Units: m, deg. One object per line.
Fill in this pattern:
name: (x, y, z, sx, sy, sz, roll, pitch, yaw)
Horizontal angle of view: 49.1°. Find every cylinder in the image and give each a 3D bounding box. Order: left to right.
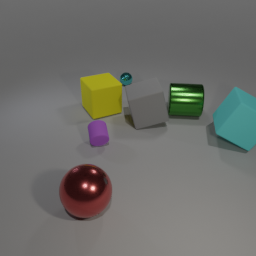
cylinder: (-1.081, 0.190, 10.211, 0.700, 0.700, 0.700, -7, 54, -11)
cylinder: (2.455, -1.207, 12.050, 1.400, 1.400, 1.400, 3, 32, 5)

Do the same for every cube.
cube: (-1.174, -1.442, 12.315, 1.400, 1.400, 1.400, -15, 37, -23)
cube: (0.755, -1.017, 11.456, 1.400, 1.400, 1.400, -15, 32, 3)
cube: (4.043, -0.338, 9.936, 1.400, 1.400, 1.400, 27, 32, -6)

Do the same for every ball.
ball: (-1.115, 1.656, 7.445, 1.400, 1.400, 1.400, 0, 32, 0)
ball: (-0.101, -2.633, 15.039, 0.700, 0.700, 0.700, 0, 32, 0)
